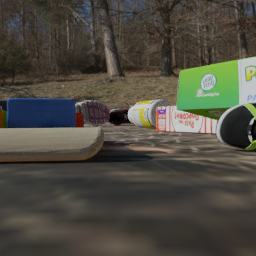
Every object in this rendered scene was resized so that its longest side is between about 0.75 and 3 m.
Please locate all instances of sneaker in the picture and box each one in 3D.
[{"bbox_3d":[-2.176,-0.586,12.305,2.710,1.090,1.198,-2,-6,-20],"label":"sneaker"},{"bbox_3d":[0.218,-0.517,12.913,2.706,1.024,1.563,-10,5,10],"label":"sneaker"},{"bbox_3d":[1.076,-0.009,1.799,0.974,0.349,0.403,0,1,14],"label":"sneaker"}]

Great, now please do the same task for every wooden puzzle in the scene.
[{"bbox_3d":[-0.914,-0.023,2.125,1.439,0.360,1.553,0,2,-6],"label":"wooden puzzle"}]

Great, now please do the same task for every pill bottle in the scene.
[{"bbox_3d":[0.568,-0.380,7.894,0.775,0.775,1.384,-1,2,-28],"label":"pill bottle"}]

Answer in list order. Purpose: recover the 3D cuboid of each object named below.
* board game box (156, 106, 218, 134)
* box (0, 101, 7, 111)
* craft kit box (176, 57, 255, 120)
[{"bbox_3d":[1.916,-0.189,5.440,2.204,0.510,1.670,-1,2,-32],"label":"board game box"},{"bbox_3d":[-3.843,-0.409,8.460,1.103,0.816,0.575,1,1,5],"label":"box"},{"bbox_3d":[1.914,-0.227,2.624,2.057,0.505,2.083,13,-7,-38],"label":"craft kit box"}]
